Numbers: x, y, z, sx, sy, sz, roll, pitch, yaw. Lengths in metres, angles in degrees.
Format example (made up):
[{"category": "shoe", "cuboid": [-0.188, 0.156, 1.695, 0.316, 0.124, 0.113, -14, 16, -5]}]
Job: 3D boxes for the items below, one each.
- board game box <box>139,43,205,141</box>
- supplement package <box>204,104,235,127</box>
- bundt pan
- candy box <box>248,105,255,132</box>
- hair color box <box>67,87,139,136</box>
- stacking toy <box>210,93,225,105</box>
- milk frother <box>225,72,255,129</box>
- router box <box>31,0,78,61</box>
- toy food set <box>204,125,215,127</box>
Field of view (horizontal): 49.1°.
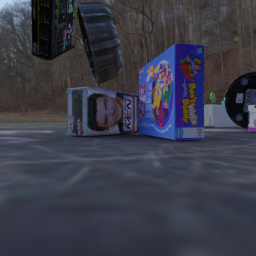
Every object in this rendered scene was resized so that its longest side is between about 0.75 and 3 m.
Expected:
[{"category": "board game box", "cuboid": [0.481, -0.383, 3.600, 0.333, 0.999, 1.486, 0, 2, -12]}, {"category": "supplement package", "cuboid": [3.211, -0.419, 9.910, 1.018, 0.793, 0.564, -1, 1, -25]}, {"category": "bundt pan", "cuboid": [-0.938, -2.978, 9.856, 1.091, 2.907, 2.907, -15, 4, -9]}, {"category": "candy box", "cuboid": [3.244, -0.179, 5.057, 1.708, 0.521, 1.165, -1, 1, -22]}, {"category": "hair color box", "cuboid": [-0.324, -0.224, 4.253, 0.398, 0.649, 1.311, 1, 1, 34]}, {"category": "stacking toy", "cuboid": [3.879, -0.723, 10.436, 0.395, 1.683, 1.269, -40, 11, -12]}, {"category": "milk frother", "cuboid": [4.093, -0.777, 6.992, 2.343, 2.114, 2.204, 33, 23, 36]}, {"category": "router box", "cuboid": [-1.898, -2.918, 7.385, 0.593, 1.907, 1.429, 19, 33, 10]}, {"category": "toy food set", "cuboid": [1.578, -0.403, 9.553, 2.373, 0.775, 1.396, 0, 1, -18]}]
